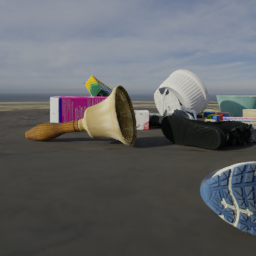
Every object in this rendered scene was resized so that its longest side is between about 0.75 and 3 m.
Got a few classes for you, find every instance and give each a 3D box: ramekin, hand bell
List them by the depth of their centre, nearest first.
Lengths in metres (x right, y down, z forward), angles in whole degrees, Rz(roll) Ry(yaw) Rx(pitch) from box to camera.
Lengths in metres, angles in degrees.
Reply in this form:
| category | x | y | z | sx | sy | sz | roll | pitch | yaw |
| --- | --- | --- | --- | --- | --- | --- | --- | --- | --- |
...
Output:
| category | x | y | z | sx | sy | sz | roll | pitch | yaw |
| --- | --- | --- | --- | --- | --- | --- | --- | --- | --- |
| hand bell | -1.333 | -0.027 | 7.000 | 2.808 | 1.462 | 1.462 | -12 | 3 | 17 |
| ramekin | 2.225 | -1.277 | 11.804 | 1.104 | 2.104 | 2.104 | -37 | 24 | -24 |

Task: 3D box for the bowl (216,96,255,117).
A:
| category | x | y | z | sx | sy | sz | roll | pitch | yaw |
| --- | --- | --- | --- | --- | --- | --- | --- | --- | --- |
| bowl | 5.587 | -1.061 | 14.108 | 2.221 | 1.161 | 2.221 | 0 | 7 | 0 |

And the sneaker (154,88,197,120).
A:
| category | x | y | z | sx | sy | sz | roll | pitch | yaw |
| --- | --- | --- | --- | --- | --- | --- | --- | --- | --- |
| sneaker | 1.475 | -0.456 | 8.235 | 1.706 | 0.681 | 1.110 | 43 | 13 | 9 |

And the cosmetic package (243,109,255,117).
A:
| category | x | y | z | sx | sy | sz | roll | pitch | yaw |
| --- | --- | --- | --- | --- | --- | --- | --- | --- | --- |
| cosmetic package | 5.804 | -0.499 | 12.014 | 0.808 | 0.546 | 1.537 | -4 | 8 | -28 |

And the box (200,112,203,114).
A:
| category | x | y | z | sx | sy | sz | roll | pitch | yaw |
| --- | --- | --- | --- | --- | --- | --- | --- | --- | --- |
| box | 3.011 | -0.712 | 13.573 | 1.041 | 0.448 | 0.852 | -7 | 2 | 32 |

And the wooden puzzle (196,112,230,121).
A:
| category | x | y | z | sx | sy | sz | roll | pitch | yaw |
| --- | --- | --- | --- | --- | --- | --- | --- | --- | --- |
| wooden puzzle | 3.708 | -0.476 | 12.369 | 1.818 | 0.421 | 1.684 | -5 | 8 | -38 |

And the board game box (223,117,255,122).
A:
| category | x | y | z | sx | sy | sz | roll | pitch | yaw |
| --- | --- | --- | --- | --- | --- | --- | --- | --- | --- |
| board game box | 4.243 | -0.104 | 9.308 | 1.866 | 0.418 | 1.254 | 1 | 7 | 6 |

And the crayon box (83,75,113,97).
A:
| category | x | y | z | sx | sy | sz | roll | pitch | yaw |
| --- | --- | --- | --- | --- | --- | --- | --- | --- | --- |
| crayon box | -1.115 | -1.589 | 12.944 | 1.498 | 0.614 | 2.382 | 33 | 10 | -31 |

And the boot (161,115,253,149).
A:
| category | x | y | z | sx | sy | sz | roll | pitch | yaw |
| --- | --- | --- | --- | --- | --- | --- | --- | --- | --- |
| boot | 1.979 | 0.048 | 6.971 | 1.539 | 0.695 | 1.878 | -8 | 16 | -41 |

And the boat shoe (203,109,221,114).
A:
| category | x | y | z | sx | sy | sz | roll | pitch | yaw |
| --- | --- | --- | --- | --- | --- | --- | --- | --- | --- |
| boat shoe | 4.061 | -0.740 | 14.738 | 1.713 | 0.539 | 0.625 | 5 | 1 | -8 |

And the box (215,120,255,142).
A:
| category | x | y | z | sx | sy | sz | roll | pitch | yaw |
| --- | --- | --- | --- | --- | --- | --- | --- | --- | --- |
| box | 3.133 | 0.049 | 7.983 | 1.304 | 0.398 | 1.646 | -7 | 9 | -44 |

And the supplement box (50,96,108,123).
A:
| category | x | y | z | sx | sy | sz | roll | pitch | yaw |
| --- | --- | --- | --- | --- | --- | --- | --- | --- | --- |
| supplement box | -1.473 | -0.528 | 9.818 | 2.243 | 1.159 | 1.135 | -2 | 7 | -29 |

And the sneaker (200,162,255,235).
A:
| category | x | y | z | sx | sy | sz | roll | pitch | yaw |
| --- | --- | --- | --- | --- | --- | --- | --- | --- | --- |
| sneaker | 1.381 | 0.656 | 2.829 | 1.658 | 0.639 | 0.706 | 5 | -5 | -20 |

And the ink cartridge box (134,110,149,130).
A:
| category | x | y | z | sx | sy | sz | roll | pitch | yaw |
| --- | --- | --- | --- | --- | --- | --- | --- | --- | --- |
| ink cartridge box | 0.267 | -0.278 | 9.744 | 0.890 | 0.648 | 0.377 | 0 | 11 | -4 |

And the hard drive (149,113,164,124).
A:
| category | x | y | z | sx | sy | sz | roll | pitch | yaw |
| --- | --- | --- | --- | --- | --- | --- | --- | --- | --- |
| hard drive | 1.217 | -0.370 | 11.038 | 1.615 | 0.380 | 2.314 | 3 | 4 | -36 |
